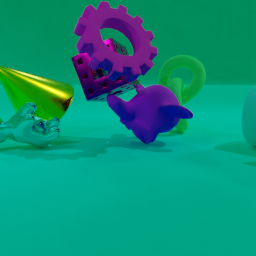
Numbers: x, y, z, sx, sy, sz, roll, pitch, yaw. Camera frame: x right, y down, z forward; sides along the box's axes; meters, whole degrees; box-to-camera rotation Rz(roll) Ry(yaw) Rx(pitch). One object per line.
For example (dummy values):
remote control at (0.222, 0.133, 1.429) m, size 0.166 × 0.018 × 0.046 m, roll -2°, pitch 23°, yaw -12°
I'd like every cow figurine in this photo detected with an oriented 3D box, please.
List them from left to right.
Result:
cow figurine at (-2.039, 0.077, 5.258) m, size 1.235 × 1.215 × 0.678 m, roll 33°, pitch 29°, yaw -37°

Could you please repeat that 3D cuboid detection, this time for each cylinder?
cylinder at (2.928, -0.190, 5.111) m, size 1.227 × 1.227 × 1.227 m, roll -9°, pitch 13°, yaw -43°

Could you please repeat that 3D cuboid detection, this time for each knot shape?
knot shape at (1.205, -0.748, 7.241) m, size 0.943 × 2.041 × 1.910 m, roll 19°, pitch 35°, yaw -15°

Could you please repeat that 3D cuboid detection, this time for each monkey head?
monkey head at (0.348, -0.452, 5.638) m, size 1.406 × 1.178 × 1.955 m, roll 43°, pitch -1°, yaw -33°

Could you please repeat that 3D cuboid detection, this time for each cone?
cone at (-2.338, -0.875, 6.234) m, size 1.594 × 1.594 × 1.600 m, roll 11°, pitch -26°, yaw 48°

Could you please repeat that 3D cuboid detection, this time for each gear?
gear at (-0.175, -1.450, 4.688) m, size 1.404 × 1.404 × 0.260 m, roll -6°, pitch -19°, yaw -31°

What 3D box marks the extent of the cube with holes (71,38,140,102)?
cube with holes at (-0.420, -1.126, 5.711) m, size 0.907 × 0.907 × 0.907 m, roll -21°, pitch -2°, yaw 17°
